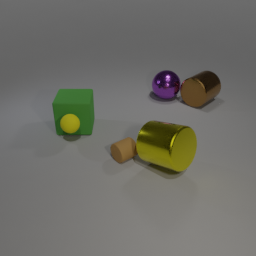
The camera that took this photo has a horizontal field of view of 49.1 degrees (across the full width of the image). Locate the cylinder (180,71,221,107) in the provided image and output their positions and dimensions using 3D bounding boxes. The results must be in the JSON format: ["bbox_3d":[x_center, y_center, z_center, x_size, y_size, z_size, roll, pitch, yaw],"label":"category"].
[{"bbox_3d":[3.420,-1.853,13.200,1.400,1.400,1.400,26,40,36],"label":"cylinder"}]

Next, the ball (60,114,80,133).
[{"bbox_3d":[-2.120,-0.162,10.262,0.700,0.700,0.700,0,31,0],"label":"ball"}]

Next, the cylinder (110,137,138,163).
[{"bbox_3d":[-0.129,0.753,9.626,0.700,0.700,0.700,-23,38,-31],"label":"cylinder"}]

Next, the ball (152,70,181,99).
[{"bbox_3d":[1.856,-2.094,13.596,1.400,1.400,1.400,0,31,0],"label":"ball"}]

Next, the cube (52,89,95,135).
[{"bbox_3d":[-2.123,-0.668,11.224,1.400,1.400,1.400,0,31,-1],"label":"cube"}]

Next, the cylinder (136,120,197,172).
[{"bbox_3d":[1.220,0.533,8.878,1.400,1.400,1.400,-28,27,-37],"label":"cylinder"}]
